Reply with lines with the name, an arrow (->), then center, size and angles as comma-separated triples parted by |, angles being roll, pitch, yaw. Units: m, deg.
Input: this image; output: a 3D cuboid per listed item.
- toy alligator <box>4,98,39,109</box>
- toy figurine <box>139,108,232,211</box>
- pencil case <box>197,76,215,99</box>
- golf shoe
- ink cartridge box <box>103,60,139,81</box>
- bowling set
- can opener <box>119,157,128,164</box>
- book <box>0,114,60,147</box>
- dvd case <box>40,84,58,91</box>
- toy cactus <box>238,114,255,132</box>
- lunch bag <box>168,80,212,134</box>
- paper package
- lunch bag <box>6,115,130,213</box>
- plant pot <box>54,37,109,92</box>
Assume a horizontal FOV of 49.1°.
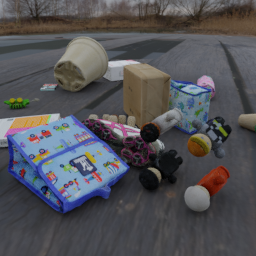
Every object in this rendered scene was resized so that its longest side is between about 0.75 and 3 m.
toy alligator -> -5.045, -1.137, 13.294 | 1.594, 0.473, 0.433 | -5, 65, -13
toy figurine -> 1.334, 0.706, 6.955 | 2.202, 2.168, 1.532 | 20, 37, 39
pencil case -> 4.155, -2.182, 14.999 | 0.941, 0.941, 2.153 | 6, 24, 13
golf shoe -> -0.250, 0.419, 9.158 | 2.959, 1.074, 1.362 | 20, 15, 27
ink cartridge box -> -0.455, -3.887, 18.758 | 2.345, 0.971, 1.718 | -12, 26, -25
bowling set -> -0.485, 0.013, 10.329 | 1.833, 0.984, 1.275 | 4, 5, 12
can opener -> -0.566, 0.990, 8.511 | 1.314, 0.346, 0.437 | 17, 44, 38
book -> -3.843, 0.118, 10.255 | 2.507, 0.602, 1.675 | -3, 25, -3
dvd case -> -4.620, -2.414, 16.500 | 0.824, 0.124, 1.129 | -1, 23, -2
toy cactus -> 5.271, -0.224, 10.310 | 2.977, 1.522, 2.456 | -28, 26, -33
lunch bag -> 2.232, -0.920, 11.192 | 1.258, 1.678, 1.974 | -16, 28, -32
paper package -> 0.678, -1.340, 11.476 | 1.195, 2.201, 2.310 | -8, 25, -18
lunch bag -> -1.561, 1.062, 7.627 | 2.869, 1.349, 2.160 | 32, 36, 31
plant pot -> -2.873, -3.474, 16.227 | 2.827, 2.827, 2.588 | 7, 37, 15
